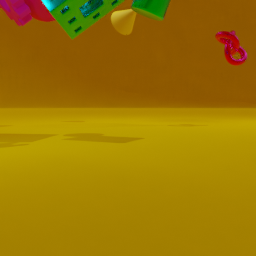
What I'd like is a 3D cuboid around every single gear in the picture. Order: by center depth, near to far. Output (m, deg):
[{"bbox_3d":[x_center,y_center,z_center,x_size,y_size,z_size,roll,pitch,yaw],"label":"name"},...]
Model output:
[{"bbox_3d":[-3.361,-3.641,7.488,0.345,1.867,1.867,-44,18,-13],"label":"gear"}]

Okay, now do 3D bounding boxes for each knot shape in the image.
[{"bbox_3d":[3.146,-2.583,8.631,0.571,1.235,1.156,-28,-40,28],"label":"knot shape"}]

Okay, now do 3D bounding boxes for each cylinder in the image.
[{"bbox_3d":[0.504,-2.636,5.622,0.716,0.716,0.716,20,13,-5],"label":"cylinder"}]

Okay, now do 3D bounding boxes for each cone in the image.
[{"bbox_3d":[-2.372,-3.765,7.542,1.566,1.566,1.572,-1,16,-6],"label":"cone"},{"bbox_3d":[0.051,-4.211,10.541,1.002,1.002,1.006,-4,-12,-38],"label":"cone"}]

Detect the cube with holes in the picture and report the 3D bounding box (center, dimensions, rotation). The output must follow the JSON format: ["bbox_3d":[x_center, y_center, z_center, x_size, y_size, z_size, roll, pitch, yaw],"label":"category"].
[{"bbox_3d":[-1.038,-2.765,5.121,1.349,1.349,1.349,-35,-2,3],"label":"cube with holes"}]
